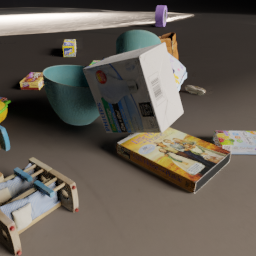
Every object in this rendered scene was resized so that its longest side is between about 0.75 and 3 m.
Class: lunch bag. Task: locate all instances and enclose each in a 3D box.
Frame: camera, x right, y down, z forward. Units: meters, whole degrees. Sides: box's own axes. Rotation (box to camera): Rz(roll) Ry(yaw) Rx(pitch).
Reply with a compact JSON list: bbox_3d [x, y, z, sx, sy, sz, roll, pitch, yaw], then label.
[{"bbox_3d":[0.829,-2.095,11.461,2.798,1.779,2.373,15,44,20],"label":"lunch bag"}]

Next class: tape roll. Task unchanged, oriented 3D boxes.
[{"bbox_3d":[3.545,-11.965,29.957,0.901,2.122,2.122,10,29,16],"label":"tape roll"}]

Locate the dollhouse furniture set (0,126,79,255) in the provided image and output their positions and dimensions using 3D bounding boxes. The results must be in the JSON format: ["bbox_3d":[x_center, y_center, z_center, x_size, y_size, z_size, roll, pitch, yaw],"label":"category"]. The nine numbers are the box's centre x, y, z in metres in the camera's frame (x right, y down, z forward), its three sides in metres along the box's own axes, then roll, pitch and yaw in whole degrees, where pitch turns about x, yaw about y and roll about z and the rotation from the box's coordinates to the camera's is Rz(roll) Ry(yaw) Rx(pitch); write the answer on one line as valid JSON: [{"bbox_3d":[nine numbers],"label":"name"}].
[{"bbox_3d":[-2.134,0.900,5.524,1.565,2.233,1.574,20,34,33],"label":"dollhouse furniture set"}]

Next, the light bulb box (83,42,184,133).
[{"bbox_3d":[0.153,-1.053,8.002,2.138,2.119,1.334,-2,25,41],"label":"light bulb box"}]

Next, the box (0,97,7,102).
[{"bbox_3d":[-5.423,-1.006,11.322,0.635,0.185,0.927,6,28,11],"label":"box"}]

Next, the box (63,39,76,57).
[{"bbox_3d":[-4.000,-5.510,19.241,0.813,0.747,2.322,-4,29,-7],"label":"box"}]

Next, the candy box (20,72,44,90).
[{"bbox_3d":[-4.464,-2.259,13.443,0.875,0.423,1.500,2,29,2],"label":"candy box"}]

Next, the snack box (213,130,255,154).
[{"bbox_3d":[3.341,0.423,8.443,1.317,0.349,0.937,1,28,2],"label":"snack box"}]

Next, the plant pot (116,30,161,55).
[{"bbox_3d":[0.327,-2.304,9.490,1.573,1.573,1.263,2,71,4],"label":"plant pot"}]

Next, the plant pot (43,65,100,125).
[{"bbox_3d":[-1.691,-1.058,9.724,2.434,1.639,2.434,7,26,-3],"label":"plant pot"}]

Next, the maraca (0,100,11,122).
[{"bbox_3d":[-4.717,-0.606,9.887,1.056,0.824,1.540,-16,27,6],"label":"maraca"}]

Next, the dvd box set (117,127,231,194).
[{"bbox_3d":[1.258,0.679,7.915,2.624,0.386,1.920,24,35,38],"label":"dvd box set"}]

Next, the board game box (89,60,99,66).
[{"bbox_3d":[-1.447,-2.919,14.520,1.213,0.569,2.388,3,28,6],"label":"board game box"}]

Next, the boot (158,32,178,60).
[{"bbox_3d":[1.536,-3.105,13.082,1.026,2.078,2.677,27,50,35],"label":"boot"}]

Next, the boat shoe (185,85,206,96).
[{"bbox_3d":[3.011,-1.709,12.507,0.938,0.337,0.279,23,35,29],"label":"boat shoe"}]
